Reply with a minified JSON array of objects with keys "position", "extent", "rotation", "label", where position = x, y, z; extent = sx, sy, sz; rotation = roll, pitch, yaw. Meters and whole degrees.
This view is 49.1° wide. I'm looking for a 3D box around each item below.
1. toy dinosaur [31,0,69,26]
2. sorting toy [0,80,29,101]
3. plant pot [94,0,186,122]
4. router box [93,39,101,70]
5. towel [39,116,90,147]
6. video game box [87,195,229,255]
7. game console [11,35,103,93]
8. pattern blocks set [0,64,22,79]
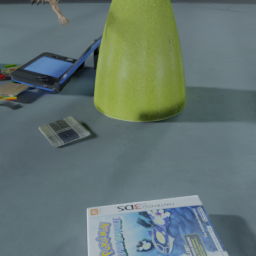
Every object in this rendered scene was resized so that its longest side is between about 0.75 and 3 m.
[{"position":[-2.059,-3.226,6.188],"extent":[1.505,0.953,2.221],"rotation":[38,13,22],"label":"toy dinosaur"},{"position":[-3.706,-1.097,8.773],"extent":[0.810,0.284,1.680],"rotation":[9,31,15],"label":"sorting toy"},{"position":[0.366,-2.143,7.879],"extent":[2.802,2.995,2.802],"rotation":[0,30,0],"label":"plant pot"},{"position":[-0.494,-3.211,11.988],"extent":[1.950,0.668,2.615],"rotation":[-3,30,-4],"label":"router box"},{"position":[-1.583,0.084,6.933],"extent":[0.976,0.175,1.013],"rotation":[-21,38,-27],"label":"towel"},{"position":[0.392,1.798,3.679],"extent":[1.817,0.467,1.995],"rotation":[-7,31,-6],"label":"video game box"},{"position":[-2.271,-2.600,9.781],"extent":[2.495,1.730,2.923],"rotation":[15,30,1],"label":"game console"},{"position":[-4.381,-2.205,10.807],"extent":[1.668,0.135,1.466],"rotation":[-15,33,-23],"label":"pattern blocks set"}]
